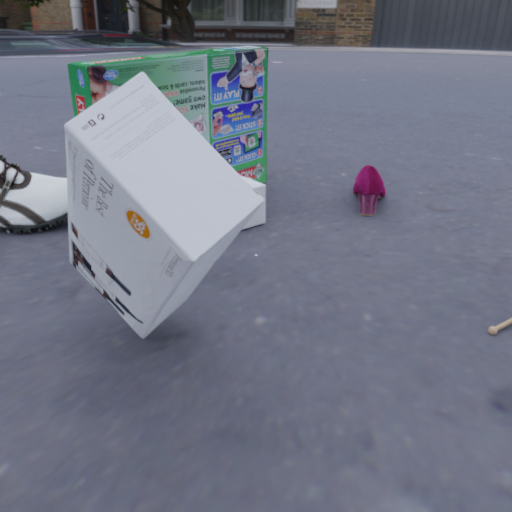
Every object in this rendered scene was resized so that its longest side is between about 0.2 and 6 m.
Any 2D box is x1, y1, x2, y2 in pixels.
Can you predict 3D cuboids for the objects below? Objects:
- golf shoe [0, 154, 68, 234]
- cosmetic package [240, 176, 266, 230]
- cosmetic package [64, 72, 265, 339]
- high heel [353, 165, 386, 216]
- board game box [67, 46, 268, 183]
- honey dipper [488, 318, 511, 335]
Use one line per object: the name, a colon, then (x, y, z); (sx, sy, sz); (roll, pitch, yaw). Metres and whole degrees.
golf shoe: (-4.448, -1.217, 9.496); (3.123, 1.475, 1.214); (-4, 37, -8)
cosmetic package: (-0.815, -0.826, 9.649); (1.817, 0.771, 0.978); (-17, 28, -33)
cosmetic package: (-1.087, -0.158, 5.342); (1.336, 3.237, 0.820); (45, 65, 1)
high heel: (2.253, -1.543, 10.964); (0.674, 0.962, 2.000); (3, 25, 6)
board game box: (-1.336, -2.282, 10.388); (0.605, 2.799, 4.159); (22, 32, 36)
honey dipper: (3.201, 0.791, 6.932); (0.925, 0.176, 0.176); (-18, 31, -29)
